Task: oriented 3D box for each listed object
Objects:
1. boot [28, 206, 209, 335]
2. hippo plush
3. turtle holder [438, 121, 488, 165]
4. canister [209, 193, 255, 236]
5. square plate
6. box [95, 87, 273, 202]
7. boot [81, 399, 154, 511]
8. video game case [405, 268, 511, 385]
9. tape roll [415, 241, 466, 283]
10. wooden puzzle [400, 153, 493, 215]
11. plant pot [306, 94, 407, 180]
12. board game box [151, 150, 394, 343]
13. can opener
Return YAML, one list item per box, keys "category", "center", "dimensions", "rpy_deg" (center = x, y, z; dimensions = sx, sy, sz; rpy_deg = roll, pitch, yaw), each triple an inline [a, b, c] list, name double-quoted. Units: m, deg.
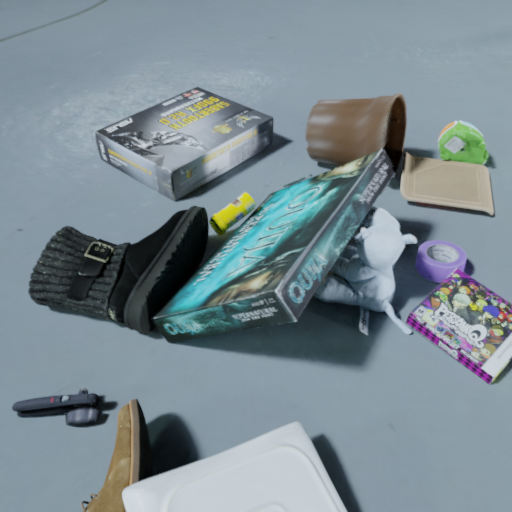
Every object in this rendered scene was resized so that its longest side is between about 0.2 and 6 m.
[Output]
- category: "boot"
  center: [-2.374, -0.067, 10.142]
  dimensions: [2.279, 1.147, 3.049]
  rpy_deg: [15, 43, 17]
- category: "hippo plush"
  center: [1.796, 0.074, 9.617]
  dimensions: [1.610, 1.626, 2.022]
  rpy_deg: [0, 40, 0]
- category: "turtle holder"
  center: [4.980, -2.685, 13.291]
  dimensions: [1.324, 1.006, 0.940]
  rpy_deg: [7, 45, 2]
- category: "canister"
  center: [-0.465, -0.826, 11.072]
  dimensions: [0.875, 0.650, 0.379]
  rpy_deg: [-38, 87, -14]
- category: "square plate"
  center: [0.096, 3.263, 6.208]
  dimensions: [2.487, 0.357, 2.510]
  rpy_deg: [-11, 53, -29]
- category: "box"
  center: [-1.689, -2.869, 13.680]
  dimensions: [2.722, 0.831, 3.437]
  rpy_deg: [30, 49, 31]
- category: "boot"
  center: [-1.757, 2.963, 6.833]
  dimensions: [1.005, 0.980, 2.664]
  rpy_deg: [-10, 43, 1]
- category: "video game case"
  center: [3.552, 1.100, 9.221]
  dimensions: [1.466, 0.290, 1.618]
  rpy_deg: [-35, 58, -27]
- category: "tape roll"
  center: [3.462, 0.100, 10.511]
  dimensions: [0.875, 0.372, 0.875]
  rpy_deg: [-1, 37, 1]
- category: "wooden puzzle"
  center: [4.267, -1.610, 12.627]
  dimensions: [2.009, 0.374, 1.858]
  rpy_deg: [13, 42, 8]
- category: "plant pot"
  center: [2.275, -2.809, 12.928]
  dimensions: [1.900, 1.920, 1.920]
  rpy_deg: [11, 41, 26]
- category: "board game box"
  center: [0.410, -0.240, 9.607]
  dimensions: [2.857, 0.595, 4.225]
  rpy_deg: [-17, 24, 43]
- category: "can opener"
  center: [-2.885, 2.173, 8.102]
  dimensions: [1.271, 0.403, 0.500]
  rpy_deg: [0, 38, 0]
